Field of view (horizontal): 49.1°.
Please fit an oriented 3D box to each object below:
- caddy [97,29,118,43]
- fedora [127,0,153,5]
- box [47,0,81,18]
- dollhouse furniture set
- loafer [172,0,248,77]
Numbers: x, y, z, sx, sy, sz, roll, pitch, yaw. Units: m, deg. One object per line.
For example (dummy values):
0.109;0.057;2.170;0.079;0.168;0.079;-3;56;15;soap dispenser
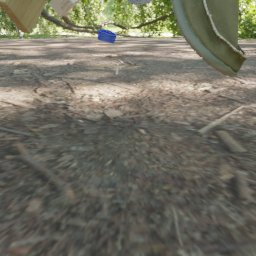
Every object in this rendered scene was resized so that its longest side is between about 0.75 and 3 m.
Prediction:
-0.769;-3.433;10.376;0.783;0.411;0.553;14;25;-3;caddy
0.599;-4.456;8.487;1.517;0.685;1.341;-32;47;-6;fedora
-1.681;-4.020;7.797;1.243;1.065;1.237;-52;24;-18;box
-3.098;-2.166;4.416;2.084;2.558;2.432;18;-14;15;dollhouse furniture set
1.087;-1.856;3.788;0.853;2.450;0.921;-29;-20;35;loafer
